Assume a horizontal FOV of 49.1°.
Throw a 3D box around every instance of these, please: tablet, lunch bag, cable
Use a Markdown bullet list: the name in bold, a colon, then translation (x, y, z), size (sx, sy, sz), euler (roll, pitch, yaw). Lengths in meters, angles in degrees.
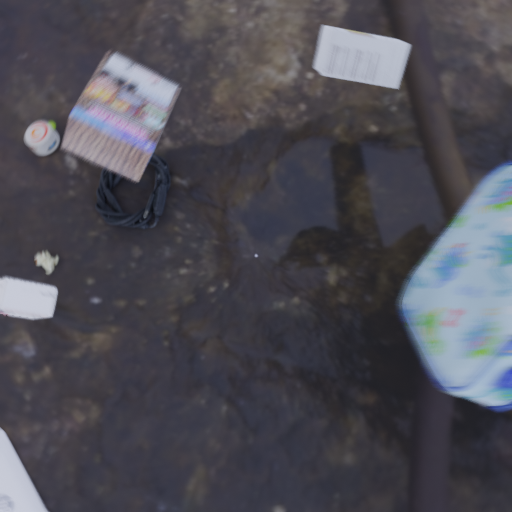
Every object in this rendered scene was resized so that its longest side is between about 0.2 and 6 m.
- **tablet**: translation (-4.222, 4.123, 8.932), size (1.483, 0.156, 2.280), euler (-33, 77, -9)
- **lunch bag**: translation (3.086, 0.393, 6.848), size (1.103, 2.151, 2.676), euler (20, 116, -20)
- **cable**: translation (-2.292, -1.286, 10.426), size (1.317, 0.410, 1.614), euler (4, 76, 7)

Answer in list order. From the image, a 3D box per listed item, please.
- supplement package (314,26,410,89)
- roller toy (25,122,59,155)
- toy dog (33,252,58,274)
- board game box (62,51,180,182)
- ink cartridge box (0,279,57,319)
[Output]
- **supplement package**: translation (1.567, -3.005, 8.456), size (1.197, 0.681, 0.656), euler (7, 116, -10)
- **roller toy**: translation (-4.061, -2.216, 10.638), size (0.594, 0.415, 0.542), euler (-11, 66, 5)
- **toy dog**: translation (-3.800, 0.101, 10.076), size (0.372, 0.259, 0.360), euler (20, 110, 4)
- **board game box**: translation (-2.047, -2.149, 8.622), size (1.246, 0.757, 1.563), euler (25, 53, -14)
- **ink cartridge box**: translation (-3.436, 0.641, 8.160), size (0.729, 1.006, 0.424), euler (16, 74, -34)
